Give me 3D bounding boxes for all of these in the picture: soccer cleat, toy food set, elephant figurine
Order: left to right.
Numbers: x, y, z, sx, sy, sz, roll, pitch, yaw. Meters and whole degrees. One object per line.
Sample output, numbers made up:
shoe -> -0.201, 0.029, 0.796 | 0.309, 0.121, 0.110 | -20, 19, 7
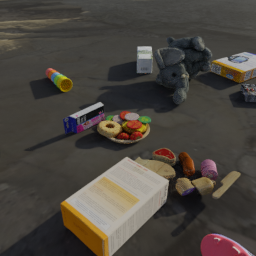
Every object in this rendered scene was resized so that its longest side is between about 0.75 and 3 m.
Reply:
toy food set -> -0.077, -0.053, 8.909 | 1.562, 0.380, 1.546 | 15, 36, 22
elephant figurine -> 1.894, -2.445, 11.417 | 2.902, 2.053, 2.251 | -40, 19, -24
toy food set -> 1.459, 1.120, 7.192 | 1.543, 0.382, 2.427 | -29, 35, -37
soccer cleat -> 2.302, 2.588, 4.738 | 2.281, 0.761, 0.872 | 21, -1, 43

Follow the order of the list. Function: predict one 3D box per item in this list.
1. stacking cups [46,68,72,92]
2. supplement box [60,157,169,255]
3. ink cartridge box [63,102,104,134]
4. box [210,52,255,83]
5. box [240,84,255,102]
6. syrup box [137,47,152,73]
stacking cups -> -3.043, -2.082, 11.921 | 0.576, 0.576, 1.904 | -22, 36, -30
supplement box -> -0.229, 1.614, 6.027 | 1.275, 0.744, 2.023 | 27, 42, 34
ink cartridge box -> -1.381, -0.274, 8.919 | 1.391, 0.659, 0.258 | -26, 51, -27
box -> 5.464, -2.918, 13.145 | 2.819, 0.585, 1.678 | -18, 37, -30
box -> 5.202, -1.359, 10.945 | 1.320, 0.328, 1.041 | 3, 33, 5
syrup box -> 0.796, -3.330, 13.583 | 0.707, 0.731, 1.796 | 1, 33, 2
